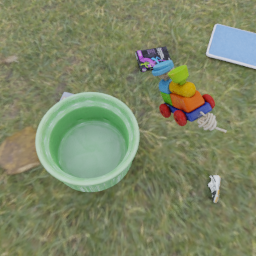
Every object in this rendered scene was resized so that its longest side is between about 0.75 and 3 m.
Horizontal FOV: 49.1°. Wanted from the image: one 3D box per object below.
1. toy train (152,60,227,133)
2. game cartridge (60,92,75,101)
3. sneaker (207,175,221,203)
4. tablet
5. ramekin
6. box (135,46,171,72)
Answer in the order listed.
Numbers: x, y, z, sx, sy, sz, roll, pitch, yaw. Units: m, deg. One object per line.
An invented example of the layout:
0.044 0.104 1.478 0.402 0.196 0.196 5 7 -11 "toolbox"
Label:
1.379 -0.817 6.440 1.005 1.374 2.375 -30 23 -8 "toy train"
-2.159 -0.877 9.969 0.560 0.175 0.841 13 63 11 "game cartridge"
2.589 1.842 8.492 0.369 0.319 0.842 4 60 22 "sneaker"
4.690 -3.169 11.150 2.865 0.196 1.864 18 63 8 "tablet"
-1.135 0.508 8.502 2.931 1.432 2.931 0 62 0 "ramekin"
0.999 -2.696 10.883 1.270 0.229 0.908 -11 63 -7 "box"
